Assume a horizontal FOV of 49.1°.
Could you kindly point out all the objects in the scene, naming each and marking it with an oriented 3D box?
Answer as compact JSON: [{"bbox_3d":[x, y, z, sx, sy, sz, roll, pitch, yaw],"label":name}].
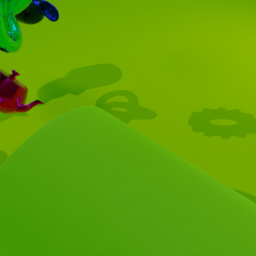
[{"bbox_3d":[-2.234,-2.889,6.093,1.605,1.154,0.967,27,10,22],"label":"monkey head"},{"bbox_3d":[-2.126,-2.067,4.576,0.819,1.659,1.773,-20,16,-40],"label":"knot shape"},{"bbox_3d":[-0.014,0.793,1.743,1.399,1.399,1.399,32,52,13],"label":"cylinder"},{"bbox_3d":[-2.296,-0.733,5.306,1.577,0.980,0.772,37,91,6],"label":"teapot"}]
